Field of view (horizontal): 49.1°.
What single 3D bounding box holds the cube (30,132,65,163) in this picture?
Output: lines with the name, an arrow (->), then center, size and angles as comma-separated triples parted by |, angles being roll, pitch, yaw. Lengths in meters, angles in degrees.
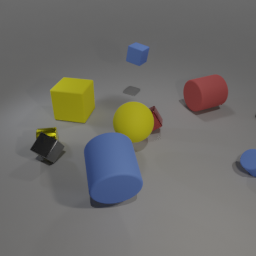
cube -> -2.699, 0.673, 9.436 | 0.700, 0.700, 0.700 | 24, 74, 16

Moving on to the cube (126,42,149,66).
cube -> 0.417, -3.199, 12.119 | 0.700, 0.700, 0.700 | 25, 38, 18

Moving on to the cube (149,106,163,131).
cube -> 0.892, -0.331, 11.005 | 0.700, 0.700, 0.700 | -27, 18, 19

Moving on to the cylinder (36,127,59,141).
cylinder -> -2.948, 0.340, 10.274 | 0.700, 0.700, 0.700 | -5, 33, -7

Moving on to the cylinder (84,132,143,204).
cylinder -> -0.426, 1.081, 7.576 | 1.400, 1.400, 1.400 | -7, 47, -10

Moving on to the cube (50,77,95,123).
cube -> -2.315, -1.217, 12.006 | 1.400, 1.400, 1.400 | 7, 33, 10

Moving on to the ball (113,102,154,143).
ball -> 0.182, -0.198, 9.580 | 1.400, 1.400, 1.400 | 0, 33, 0

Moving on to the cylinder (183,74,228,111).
cylinder -> 3.409, -1.555, 12.374 | 1.400, 1.400, 1.400 | -15, 36, -21

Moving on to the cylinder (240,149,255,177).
cylinder -> 4.018, 1.112, 8.844 | 0.700, 0.700, 0.700 | -26, 46, 31
